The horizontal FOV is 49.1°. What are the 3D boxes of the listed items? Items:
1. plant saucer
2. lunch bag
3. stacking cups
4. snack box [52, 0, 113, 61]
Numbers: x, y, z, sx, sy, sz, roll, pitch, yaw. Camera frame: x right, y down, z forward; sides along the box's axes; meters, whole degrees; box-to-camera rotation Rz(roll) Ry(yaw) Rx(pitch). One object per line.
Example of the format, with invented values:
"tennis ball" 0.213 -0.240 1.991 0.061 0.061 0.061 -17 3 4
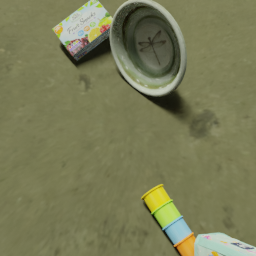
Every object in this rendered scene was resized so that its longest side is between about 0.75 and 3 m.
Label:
"plant saucer" 0.625 -2.176 7.673 2.645 2.645 0.664 42 54 20
"lunch bag" 2.137 2.678 5.163 1.461 1.715 1.046 6 45 50
"stacking cups" 1.093 2.340 6.315 0.639 0.639 2.113 -27 69 -14
"snack box" -1.359 -3.152 8.941 1.717 0.455 1.221 -37 76 0
